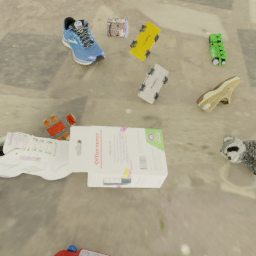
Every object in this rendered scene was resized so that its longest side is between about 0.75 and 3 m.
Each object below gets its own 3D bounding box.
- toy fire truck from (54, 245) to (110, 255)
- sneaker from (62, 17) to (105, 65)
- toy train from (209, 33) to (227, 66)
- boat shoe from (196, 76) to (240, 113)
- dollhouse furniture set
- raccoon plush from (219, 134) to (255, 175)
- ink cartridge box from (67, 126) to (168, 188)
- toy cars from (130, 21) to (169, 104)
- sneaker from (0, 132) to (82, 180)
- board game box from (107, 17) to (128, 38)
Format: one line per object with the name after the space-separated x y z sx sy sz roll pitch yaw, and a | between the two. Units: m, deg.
-1.048 2.896 5.609 1.305 0.732 1.096 10 26 8 | toy fire truck
-1.813 -3.371 10.658 1.055 1.198 2.687 -29 55 -23 | sneaker
3.492 -3.103 10.978 0.542 0.401 1.923 -2 48 11 | toy train
3.059 -1.036 9.093 1.816 0.651 0.692 -32 75 -18 | boat shoe
-1.916 -0.068 8.044 0.823 0.429 0.832 -35 82 -21 | dollhouse furniture set
3.405 0.610 7.689 1.888 0.914 1.265 -6 27 -43 | raccoon plush
-0.301 0.727 7.069 2.351 0.791 1.377 4 54 -10 | ink cartridge box
0.643 -2.116 9.279 1.193 0.589 2.662 -11 91 -16 | toy cars
-2.371 0.671 7.031 2.626 1.308 0.983 -5 54 -3 | sneaker
-0.424 -4.193 11.716 0.844 0.673 0.409 7 50 7 | board game box
